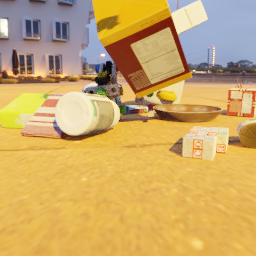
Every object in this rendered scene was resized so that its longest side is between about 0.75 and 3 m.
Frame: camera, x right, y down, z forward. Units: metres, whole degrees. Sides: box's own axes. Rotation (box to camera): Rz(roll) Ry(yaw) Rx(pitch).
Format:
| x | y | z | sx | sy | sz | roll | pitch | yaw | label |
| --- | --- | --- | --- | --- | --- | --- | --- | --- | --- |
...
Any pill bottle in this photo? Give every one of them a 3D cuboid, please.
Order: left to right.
| x | y | z | sx | sy | sz | roll | pitch | yaw | label |
| --- | --- | --- | --- | --- | --- | --- | --- | --- | --- |
| -1.010 | -0.385 | 7.737 | 1.099 | 1.099 | 1.943 | 5 | 4 | 22 | pill bottle |

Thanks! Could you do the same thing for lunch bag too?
| x | y | z | sx | sy | sz | roll | pitch | yaw | label |
| --- | --- | --- | --- | --- | --- | --- | --- | --- | --- |
| -1.326 | -1.847 | 14.926 | 1.762 | 1.320 | 2.072 | 2 | 2 | 8 | lunch bag |

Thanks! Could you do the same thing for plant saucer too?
| x | y | z | sx | sy | sz | roll | pitch | yaw | label |
| --- | --- | --- | --- | --- | --- | --- | --- | --- | --- |
| 2.263 | -0.582 | 10.769 | 2.591 | 0.446 | 2.591 | 1 | 10 | 0 | plant saucer |

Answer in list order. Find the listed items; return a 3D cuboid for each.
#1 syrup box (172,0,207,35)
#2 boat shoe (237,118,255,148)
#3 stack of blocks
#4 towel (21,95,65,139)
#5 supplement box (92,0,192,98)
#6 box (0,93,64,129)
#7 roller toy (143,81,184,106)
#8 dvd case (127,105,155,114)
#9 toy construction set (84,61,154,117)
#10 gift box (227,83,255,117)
| x | y | z | sx | sy | sz | roll | pitch | yaw | label |
| --- | --- | --- | --- | --- | --- | --- | --- | --- | --- |
| 1.824 | -3.844 | 10.278 | 1.917 | 0.781 | 0.755 | -26 | 9 | -5 | syrup box |
| 3.800 | 0.012 | 6.609 | 2.367 | 0.876 | 0.786 | 1 | 17 | 7 | boat shoe |
| 1.779 | 0.304 | 6.282 | 0.829 | 0.422 | 1.439 | 5 | 12 | 22 | stack of blocks |
| -2.134 | -0.366 | 8.123 | 1.262 | 0.199 | 1.752 | 4 | 43 | 16 | towel |
| 0.389 | -2.819 | 8.027 | 1.764 | 2.620 | 2.656 | -20 | -34 | 14 | supplement box |
| -2.597 | -0.573 | 9.172 | 2.610 | 0.622 | 1.591 | 3 | 30 | 11 | box |
| 1.700 | -1.973 | 14.498 | 2.447 | 1.710 | 2.232 | 18 | 15 | 30 | roller toy |
| -0.033 | -0.826 | 12.568 | 2.043 | 0.225 | 1.492 | -6 | 12 | -21 | dvd case |
| -0.335 | -0.952 | 9.575 | 2.678 | 2.234 | 2.058 | 17 | 22 | -3 | toy construction set |
| 4.811 | -1.173 | 11.566 | 1.241 | 1.345 | 1.256 | 11 | 14 | 26 | gift box |
